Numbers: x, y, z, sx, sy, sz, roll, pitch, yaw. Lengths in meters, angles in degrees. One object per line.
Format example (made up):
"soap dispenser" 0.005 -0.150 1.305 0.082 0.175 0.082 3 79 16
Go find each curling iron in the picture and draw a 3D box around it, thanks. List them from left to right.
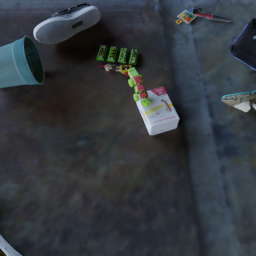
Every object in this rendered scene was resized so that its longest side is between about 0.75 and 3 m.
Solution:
"curling iron" 3.566 -4.867 12.041 1.754 0.224 0.435 19 107 4

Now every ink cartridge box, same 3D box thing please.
"ink cartridge box" 1.000 -0.590 9.558 1.027 0.590 1.414 -17 63 -9

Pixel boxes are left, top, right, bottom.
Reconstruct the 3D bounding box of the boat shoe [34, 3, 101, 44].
"boat shoe" -2.568 -4.402 11.444 2.936 1.027 0.973 -32 59 -17

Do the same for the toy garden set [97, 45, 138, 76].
"toy garden set" -0.454 -2.677 10.861 1.553 0.310 1.295 9 62 5

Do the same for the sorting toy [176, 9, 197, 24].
"sorting toy" 2.559 -4.857 12.141 0.654 0.158 1.161 39 68 19

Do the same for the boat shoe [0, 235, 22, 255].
"boat shoe" -3.818 3.101 7.230 2.638 1.125 0.975 31 65 17

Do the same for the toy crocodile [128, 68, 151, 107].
"toy crocodile" 0.364 -1.337 9.238 0.465 0.426 1.378 -20 90 -13

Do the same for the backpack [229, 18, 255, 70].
"backpack" 4.916 -3.074 10.420 1.651 1.511 1.213 42 48 9

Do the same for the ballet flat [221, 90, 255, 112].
"ballet flat" 4.337 -0.992 9.797 2.072 0.703 0.780 -15 83 -10

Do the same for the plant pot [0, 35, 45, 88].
"plant pot" -4.107 -2.205 9.920 1.704 1.739 1.739 -12 62 1
